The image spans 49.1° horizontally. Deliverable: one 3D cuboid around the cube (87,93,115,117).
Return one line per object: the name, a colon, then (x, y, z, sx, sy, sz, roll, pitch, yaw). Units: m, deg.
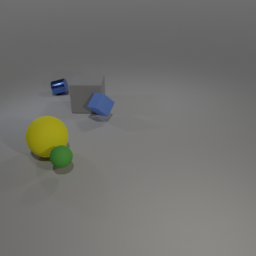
cube: (-1.126, -0.978, 11.739, 0.700, 0.700, 0.700, 13, 72, 47)

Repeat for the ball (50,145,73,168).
ball: (-2.062, 0.883, 8.652, 0.700, 0.700, 0.700, 0, 30, 0)

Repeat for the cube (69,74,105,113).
cube: (-1.822, -1.598, 12.872, 1.400, 1.400, 1.400, 1, 30, 2)

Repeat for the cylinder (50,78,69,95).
cylinder: (-3.494, -2.121, 14.329, 0.700, 0.700, 0.700, -13, 29, 7)

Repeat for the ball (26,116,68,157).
ball: (-2.744, 0.292, 9.532, 1.400, 1.400, 1.400, 0, 30, 0)
